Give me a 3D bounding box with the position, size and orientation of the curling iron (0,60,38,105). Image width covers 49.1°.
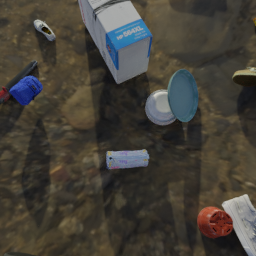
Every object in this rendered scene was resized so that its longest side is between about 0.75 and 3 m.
[{"bbox_3d":[-4.011,-1.170,8.887,0.733,0.378,2.956,41,78,11],"label":"curling iron"}]

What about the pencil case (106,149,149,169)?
[{"bbox_3d":[-0.030,0.885,8.046,1.223,0.555,0.508,-2,59,-12],"label":"pencil case"}]

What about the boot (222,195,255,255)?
[{"bbox_3d":[3.307,2.687,7.535,0.825,0.635,1.727,-27,73,10],"label":"boot"}]

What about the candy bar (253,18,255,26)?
[{"bbox_3d":[4.824,-2.994,9.522,0.484,0.215,1.942,-17,75,-5],"label":"candy bar"}]

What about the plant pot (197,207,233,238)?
[{"bbox_3d":[2.384,2.550,7.549,0.845,0.822,0.845,0,73,0],"label":"plant pot"}]

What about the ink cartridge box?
[{"bbox_3d":[-0.465,-3.094,8.600,1.166,2.019,2.765,-25,76,-8],"label":"ink cartridge box"}]

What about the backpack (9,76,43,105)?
[{"bbox_3d":[-2.977,-1.151,8.437,0.683,0.661,0.814,4,47,43],"label":"backpack"}]

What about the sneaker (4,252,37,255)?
[{"bbox_3d":[-2.088,4.086,7.094,2.542,0.849,1.363,8,75,6],"label":"sneaker"}]

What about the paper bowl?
[{"bbox_3d":[1.089,-0.669,8.648,1.082,0.563,1.082,0,74,-1],"label":"paper bowl"}]

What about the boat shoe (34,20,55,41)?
[{"bbox_3d":[-2.885,-3.411,9.530,0.366,0.422,0.991,-40,77,-11],"label":"boat shoe"}]

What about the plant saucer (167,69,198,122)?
[{"bbox_3d":[1.630,-0.967,8.430,0.216,1.577,1.577,2,68,43],"label":"plant saucer"}]

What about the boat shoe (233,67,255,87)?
[{"bbox_3d":[4.137,-1.706,8.961,1.657,0.604,0.521,-1,64,-2],"label":"boat shoe"}]
